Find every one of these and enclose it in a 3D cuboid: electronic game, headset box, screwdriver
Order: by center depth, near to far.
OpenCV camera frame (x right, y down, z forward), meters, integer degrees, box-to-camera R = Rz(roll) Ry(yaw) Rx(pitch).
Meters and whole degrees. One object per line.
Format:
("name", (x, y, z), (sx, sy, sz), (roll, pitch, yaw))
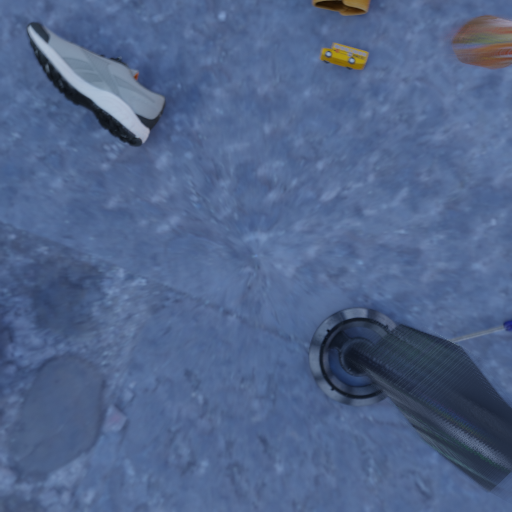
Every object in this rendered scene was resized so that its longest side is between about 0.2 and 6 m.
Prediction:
("headset box", (1.985, 1.544, 5.985), (0.722, 1.557, 1.356), (-40, 94, -5))
("electronic game", (1.757, 1.738, 9.654), (1.704, 0.355, 1.704), (0, 90, 0))
("screwdriver", (4.109, 1.292, 9.756), (2.657, 0.387, 0.371), (-15, 84, 2))

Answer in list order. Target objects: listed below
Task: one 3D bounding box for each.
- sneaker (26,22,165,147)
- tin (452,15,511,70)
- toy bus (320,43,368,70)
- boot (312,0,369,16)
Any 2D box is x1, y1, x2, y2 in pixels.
("sneaker", (-2.850, -3.161, 9.942), (2.811, 1.039, 1.114), (39, 76, -2))
("tin", (3.265, -2.959, 7.765), (1.197, 0.670, 0.251), (0, 62, -28))
("toy bus", (1.605, -3.663, 10.282), (0.823, 0.268, 0.322), (16, 84, 2))
("boot", (2.071, -5.227, 10.290), (2.125, 0.748, 1.521), (-1, 89, 4))
